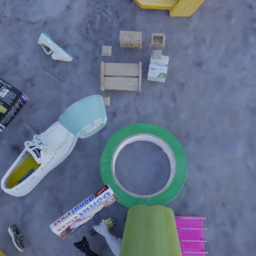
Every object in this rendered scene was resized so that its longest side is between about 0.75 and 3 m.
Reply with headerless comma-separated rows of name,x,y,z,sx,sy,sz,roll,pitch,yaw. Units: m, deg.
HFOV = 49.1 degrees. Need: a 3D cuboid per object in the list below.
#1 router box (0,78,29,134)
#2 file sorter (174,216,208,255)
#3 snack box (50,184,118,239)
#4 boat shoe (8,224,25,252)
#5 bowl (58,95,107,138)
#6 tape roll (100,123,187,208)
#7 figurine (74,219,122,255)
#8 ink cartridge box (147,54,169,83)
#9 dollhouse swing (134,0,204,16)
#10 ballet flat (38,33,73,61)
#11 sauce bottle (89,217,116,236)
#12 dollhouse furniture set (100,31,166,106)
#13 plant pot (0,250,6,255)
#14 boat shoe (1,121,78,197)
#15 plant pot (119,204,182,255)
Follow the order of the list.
router box,-4.862,-0.963,9.478,2.272,0.593,1.786,32,75,10
file sorter,1.805,3.207,8.036,0.890,0.803,1.280,1,72,1
snack box,-1.149,2.247,7.520,1.809,0.650,0.220,-35,45,-9
boat shoe,-3.260,3.241,8.288,0.269,0.304,0.831,-37,76,-6
bowl,-1.157,-0.226,7.863,1.410,1.410,0.738,-31,80,-9
tape roll,0.475,1.200,8.768,2.661,0.640,2.661,0,72,0
figurine,-0.782,3.366,8.022,1.158,0.499,1.130,-40,90,-12
ink cartridge box,1.072,-2.128,9.975,0.647,0.367,0.883,10,73,3
dollhouse swing,1.615,-5.785,10.330,2.203,2.277,2.506,7,72,-20
ballet flat,-2.662,-2.805,10.157,0.586,0.586,1.634,-43,72,-12
sauce bottle,-0.771,2.968,8.398,0.809,0.262,0.262,-25,74,-9
dollhouse furniture set,0.167,-2.000,9.936,2.142,1.226,2.512,3,96,2
plant pot,-3.566,4.516,7.201,1.615,1.831,1.831,36,75,-2
boat shoe,-2.721,0.746,8.568,1.113,1.285,3.013,40,77,12
plant pot,0.595,3.195,7.511,2.113,2.113,2.007,3,59,1
